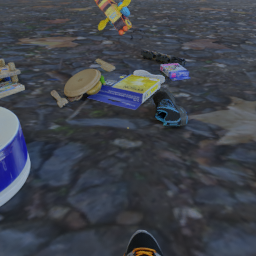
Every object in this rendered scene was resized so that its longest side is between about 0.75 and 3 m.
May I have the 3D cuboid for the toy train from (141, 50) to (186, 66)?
[{"bbox_3d":[1.678,-3.392,13.502,2.511,0.428,0.575,25,36,35],"label":"toy train"}]

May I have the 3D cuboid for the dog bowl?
[{"bbox_3d":[-3.745,0.638,5.978,2.994,1.179,2.994,0,31,0],"label":"dog bowl"}]

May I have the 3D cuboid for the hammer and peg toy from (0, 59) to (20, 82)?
[{"bbox_3d":[-5.311,-2.208,10.967,1.596,0.765,2.170,-24,32,-34],"label":"hammer and peg toy"}]

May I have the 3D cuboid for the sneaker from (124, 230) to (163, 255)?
[{"bbox_3d":[0.246,2.130,3.972,0.684,0.675,1.749,-2,29,1],"label":"sneaker"}]

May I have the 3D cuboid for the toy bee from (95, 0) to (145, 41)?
[{"bbox_3d":[-0.264,-3.871,9.795,2.289,1.498,1.244,22,36,-14],"label":"toy bee"}]

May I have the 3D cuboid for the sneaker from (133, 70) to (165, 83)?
[{"bbox_3d":[0.807,-2.118,11.278,1.288,0.455,0.639,9,27,-11],"label":"sneaker"}]

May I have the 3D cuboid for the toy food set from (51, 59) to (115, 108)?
[{"bbox_3d":[-1.585,-1.538,10.084,2.326,0.467,1.605,-37,39,-9],"label":"toy food set"}]

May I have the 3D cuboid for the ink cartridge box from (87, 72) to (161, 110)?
[{"bbox_3d":[-0.120,-1.440,10.207,1.993,0.474,2.016,16,33,25],"label":"ink cartridge box"}]

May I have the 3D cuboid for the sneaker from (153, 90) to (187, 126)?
[{"bbox_3d":[1.112,-0.639,8.634,0.739,0.661,1.805,-10,32,-17],"label":"sneaker"}]

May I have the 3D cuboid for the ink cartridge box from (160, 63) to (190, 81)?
[{"bbox_3d":[2.026,-2.434,12.043,0.852,0.300,1.428,-8,33,-12],"label":"ink cartridge box"}]

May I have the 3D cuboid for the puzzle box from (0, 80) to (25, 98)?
[{"bbox_3d":[-4.712,-1.405,10.390,0.945,0.181,1.420,22,38,34],"label":"puzzle box"}]
